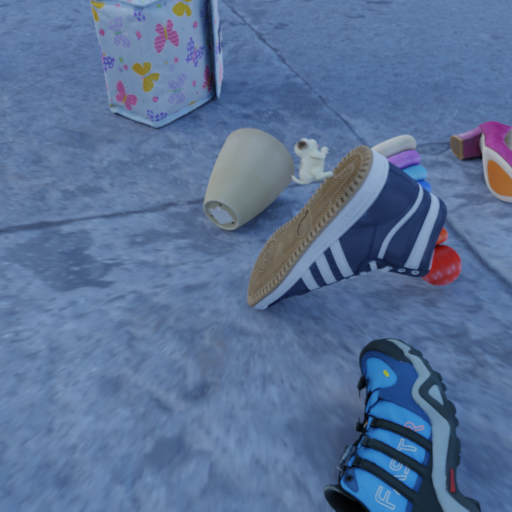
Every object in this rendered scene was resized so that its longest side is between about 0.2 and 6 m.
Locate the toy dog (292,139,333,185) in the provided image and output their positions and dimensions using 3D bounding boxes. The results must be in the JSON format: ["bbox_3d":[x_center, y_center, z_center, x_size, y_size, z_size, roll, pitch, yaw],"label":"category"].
[{"bbox_3d":[0.568,-1.009,5.906,0.450,0.465,0.324,-18,0,17],"label":"toy dog"}]

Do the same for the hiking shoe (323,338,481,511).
[{"bbox_3d":[1.264,1.949,5.388,1.282,1.100,2.958,-2,39,-4],"label":"hiking shoe"}]

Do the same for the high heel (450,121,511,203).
[{"bbox_3d":[4.705,-1.790,10.263,1.291,0.906,2.691,-14,26,-1],"label":"high heel"}]

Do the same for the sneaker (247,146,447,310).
[{"bbox_3d":[1.119,0.004,7.152,1.545,2.848,0.998,23,44,-20],"label":"sneaker"}]

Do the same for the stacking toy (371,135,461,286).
[{"bbox_3d":[2.256,-0.580,8.058,0.926,0.926,2.170,-20,83,-23],"label":"stacking toy"}]

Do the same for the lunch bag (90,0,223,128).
[{"bbox_3d":[-1.807,-4.758,12.524,2.001,2.669,3.148,22,42,26],"label":"lunch bag"}]

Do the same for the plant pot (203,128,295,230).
[{"bbox_3d":[-0.244,-1.139,9.292,1.337,1.337,1.427,17,55,20],"label":"plant pot"}]
